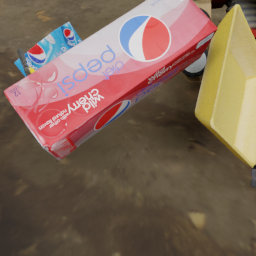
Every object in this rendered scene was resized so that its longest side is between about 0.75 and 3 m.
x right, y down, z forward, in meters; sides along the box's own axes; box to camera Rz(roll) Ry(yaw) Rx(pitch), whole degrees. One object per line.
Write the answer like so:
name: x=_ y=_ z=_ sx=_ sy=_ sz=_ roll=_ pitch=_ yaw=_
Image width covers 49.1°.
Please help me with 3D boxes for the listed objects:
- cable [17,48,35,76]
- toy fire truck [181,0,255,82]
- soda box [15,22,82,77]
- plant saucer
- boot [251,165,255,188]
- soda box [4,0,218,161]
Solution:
cable: x=-1.830 y=-1.101 z=5.176 sx=0.203 sy=0.391 sz=0.806 roll=-17 pitch=65 yaw=-24
toy fire truck: x=2.569 y=-2.346 z=5.971 sx=2.979 sy=2.622 sz=1.917 roll=0 pitch=11 yaw=11
soda box: x=-1.716 y=-1.603 z=5.967 sx=1.559 sy=0.500 sz=0.529 roll=-20 pitch=24 yaw=38
plant saucer: x=1.719 y=-0.557 z=4.574 sx=0.475 sy=1.959 sz=1.959 roll=2 pitch=68 yaw=42
boot: x=2.300 y=0.946 z=4.270 sx=0.802 sy=0.661 sz=0.263 roll=6 pitch=11 yaw=29
soda box: x=-0.151 y=-0.697 z=3.490 sx=2.459 sy=0.780 sz=0.861 roll=-37 pitch=81 yaw=-11
